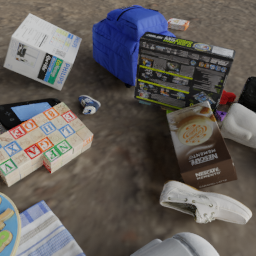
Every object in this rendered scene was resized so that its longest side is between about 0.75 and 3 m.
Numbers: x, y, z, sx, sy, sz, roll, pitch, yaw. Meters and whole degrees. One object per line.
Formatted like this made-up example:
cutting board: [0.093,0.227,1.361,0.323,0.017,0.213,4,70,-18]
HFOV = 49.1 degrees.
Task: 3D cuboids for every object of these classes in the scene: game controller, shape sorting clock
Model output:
game controller: [-2.652,-0.416,7.960,2.031,0.428,1.059,-16,40,-43]
shape sorting clock: [-3.287,2.189,5.234,2.502,0.491,2.502,-4,47,4]

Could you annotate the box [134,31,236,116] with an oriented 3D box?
box: [1.458,-1.439,7.862,2.481,1.987,0.549,17,43,14]

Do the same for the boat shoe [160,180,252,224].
boat shoe: [1.563,1.710,5.871,1.861,0.659,0.645,12,47,23]

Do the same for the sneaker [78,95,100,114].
sneaker: [-1.318,-0.698,8.694,0.805,0.324,0.590,23,43,16]

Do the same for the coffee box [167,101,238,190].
coffee box: [1.755,0.387,6.905,1.169,0.815,2.045,-19,41,13]

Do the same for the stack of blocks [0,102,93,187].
stack of blocks: [-2.144,0.446,6.922,2.242,0.657,1.291,-34,72,-32]

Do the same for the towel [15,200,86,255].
towel: [-1.794,2.325,5.480,1.303,0.211,1.775,-30,50,-29]

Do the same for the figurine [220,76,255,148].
figurine: [4.052,-0.137,7.652,2.447,1.080,2.508,27,50,21]

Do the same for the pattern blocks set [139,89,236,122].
pattern blocks set: [1.857,-0.904,8.972,2.734,0.222,2.403,23,46,21]

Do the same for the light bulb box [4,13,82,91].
light bulb box: [-2.842,-2.618,9.603,1.973,1.231,1.956,23,39,-17]

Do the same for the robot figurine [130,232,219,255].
robot figurine: [0.680,2.515,4.521,2.146,1.212,1.820,-20,25,-22]

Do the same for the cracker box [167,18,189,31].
cracker box: [2.379,-4.964,13.402,0.944,0.272,0.632,17,45,19]

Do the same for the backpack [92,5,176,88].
backpack: [0.092,-3.096,9.925,2.218,2.291,2.730,-22,42,-32]

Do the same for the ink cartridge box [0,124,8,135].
ink cartridge box: [-2.991,0.237,7.612,1.199,0.403,0.702,24,48,24]
